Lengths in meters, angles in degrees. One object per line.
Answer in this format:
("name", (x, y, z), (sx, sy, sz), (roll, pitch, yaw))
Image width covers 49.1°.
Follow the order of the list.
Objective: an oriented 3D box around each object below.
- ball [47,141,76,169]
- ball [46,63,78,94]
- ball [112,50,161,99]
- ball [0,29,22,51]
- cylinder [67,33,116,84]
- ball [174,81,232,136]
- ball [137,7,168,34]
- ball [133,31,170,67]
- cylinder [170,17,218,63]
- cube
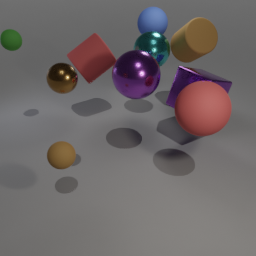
("ball", (-1.651, 0.676, 6.953), (0.700, 0.700, 0.700), (0, 30, 0))
("ball", (-1.486, -1.124, 6.346), (0.700, 0.700, 0.700), (0, 30, 0))
("ball", (0.237, -1.525, 8.064), (1.400, 1.400, 1.400), (0, 30, 0))
("ball", (-3.928, -2.955, 9.418), (0.700, 0.700, 0.700), (0, 30, 0))
("cylinder", (-1.387, -2.678, 10.836), (1.400, 1.400, 1.400), (-38, 35, 1))
("ball", (1.891, -0.491, 7.128), (1.400, 1.400, 1.400), (0, 30, 0))
("ball", (1.136, -4.857, 12.980), (1.400, 1.400, 1.400), (0, 30, 0))
("ball", (0.897, -2.949, 10.635), (1.400, 1.400, 1.400), (0, 30, 0))
("cylinder", (2.606, -3.469, 11.206), (1.400, 1.400, 1.400), (-9, 1, -16))
("cube", (2.434, -1.202, 9.687), (1.400, 1.400, 1.400), (-5, 31, -43))
